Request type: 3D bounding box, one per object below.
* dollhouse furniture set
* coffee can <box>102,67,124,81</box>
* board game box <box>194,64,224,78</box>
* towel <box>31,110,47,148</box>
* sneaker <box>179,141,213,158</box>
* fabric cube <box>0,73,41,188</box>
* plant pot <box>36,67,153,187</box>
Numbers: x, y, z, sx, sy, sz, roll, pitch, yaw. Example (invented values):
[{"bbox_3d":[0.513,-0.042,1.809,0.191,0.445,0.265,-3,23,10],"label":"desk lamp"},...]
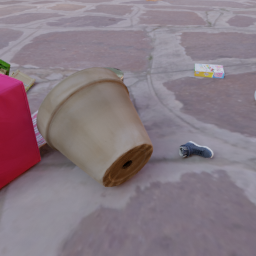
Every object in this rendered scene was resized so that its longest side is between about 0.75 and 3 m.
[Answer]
[{"bbox_3d":[-5.043,-1.926,11.956,1.804,0.905,1.182,29,40,-9],"label":"dollhouse furniture set"},{"bbox_3d":[-0.736,-1.046,9.450,1.215,1.660,1.215,0,33,0],"label":"coffee can"},{"bbox_3d":[3.827,-2.719,13.281,1.320,0.266,1.010,6,34,10],"label":"board game box"},{"bbox_3d":[-2.663,-0.154,8.666,1.526,0.312,2.085,-35,36,-6],"label":"towel"},{"bbox_3d":[1.882,0.690,7.947,0.662,0.349,0.917,-15,25,-39],"label":"sneaker"},{"bbox_3d":[-4.152,0.128,6.929,2.555,2.507,2.547,21,40,27],"label":"fabric cube"},{"bbox_3d":[-0.645,0.167,7.102,2.597,2.597,2.254,-22,56,-30],"label":"plant pot"}]
